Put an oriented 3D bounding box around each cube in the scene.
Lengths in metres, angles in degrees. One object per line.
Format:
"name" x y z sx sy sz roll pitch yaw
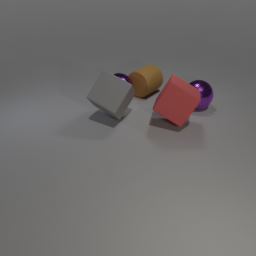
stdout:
"cube" 2.029 -1.169 11.656 1.400 1.400 1.400 31 26 -2
"cube" -0.686 -1.377 11.991 1.400 1.400 1.400 30 -5 10

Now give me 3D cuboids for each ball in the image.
"ball" -0.447 -2.054 14.041 1.400 1.400 1.400 0 31 0
"ball" 3.328 -1.580 13.280 1.400 1.400 1.400 0 31 0

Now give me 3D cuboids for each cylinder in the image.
"cylinder" 0.903 -2.485 14.723 1.400 1.400 1.400 22 38 32
